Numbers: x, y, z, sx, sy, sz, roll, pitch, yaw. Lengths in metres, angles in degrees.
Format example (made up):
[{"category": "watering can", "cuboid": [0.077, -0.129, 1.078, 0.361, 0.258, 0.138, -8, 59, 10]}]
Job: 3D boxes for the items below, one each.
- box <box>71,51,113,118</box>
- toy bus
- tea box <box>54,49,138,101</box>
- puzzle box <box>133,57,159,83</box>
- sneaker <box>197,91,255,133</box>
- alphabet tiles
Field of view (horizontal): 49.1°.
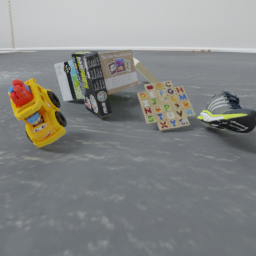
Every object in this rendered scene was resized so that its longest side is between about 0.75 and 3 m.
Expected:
[{"category": "box", "cuboid": [-1.236, -1.514, 9.411, 0.456, 2.059, 1.650, -20, 22, -19]}, {"category": "toy bus", "cuboid": [-2.326, -0.474, 6.850, 1.021, 1.444, 1.504, -28, 62, 3]}, {"category": "tea box", "cuboid": [-1.228, -2.190, 11.562, 2.344, 1.592, 2.383, -4, 15, 35]}, {"category": "puzzle box", "cuboid": [0.811, -2.901, 14.405, 1.724, 0.330, 2.592, 41, 9, -21]}, {"category": "sneaker", "cuboid": [2.596, -0.499, 7.374, 0.901, 0.987, 2.439, 21, 2, -11]}, {"category": "alphabet tiles", "cuboid": [1.161, -0.736, 8.593, 1.521, 0.058, 1.828, -10, 56, -8]}]
